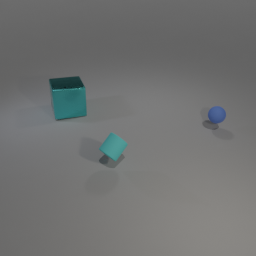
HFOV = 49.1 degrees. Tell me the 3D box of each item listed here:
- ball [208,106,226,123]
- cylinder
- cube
[{"bbox_3d":[3.588,-0.533,11.306,0.700,0.700,0.700,0,32,0],"label":"ball"},{"bbox_3d":[-0.483,0.622,9.244,0.700,0.700,0.700,29,79,38],"label":"cylinder"},{"bbox_3d":[-2.700,-1.379,12.568,1.400,1.400,1.400,-9,33,-17],"label":"cube"}]
